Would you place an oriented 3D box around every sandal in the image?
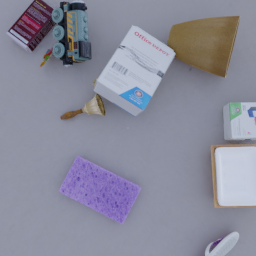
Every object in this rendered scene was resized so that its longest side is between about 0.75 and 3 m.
[{"bbox_3d":[3.123,4.487,10.239,2.214,0.901,0.544,-42,44,-5],"label":"sandal"}]

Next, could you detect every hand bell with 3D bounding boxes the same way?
[{"bbox_3d":[-1.843,-0.651,10.968,1.732,0.902,0.902,-17,83,11],"label":"hand bell"}]

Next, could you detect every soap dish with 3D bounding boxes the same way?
[{"bbox_3d":[3.980,1.765,10.434,1.790,0.924,2.275,-1,82,0],"label":"soap dish"}]

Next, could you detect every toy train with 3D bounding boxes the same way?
[{"bbox_3d":[-2.110,-3.626,10.757,1.406,1.051,2.467,3,97,27],"label":"toy train"}]

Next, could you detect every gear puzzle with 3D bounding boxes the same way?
[{"bbox_3d":[-3.236,-2.784,11.004,0.555,0.140,1.071,-13,47,38],"label":"gear puzzle"}]

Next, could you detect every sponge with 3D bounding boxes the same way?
[{"bbox_3d":[-1.052,2.319,10.625,2.740,0.409,1.528,26,83,3],"label":"sponge"}]

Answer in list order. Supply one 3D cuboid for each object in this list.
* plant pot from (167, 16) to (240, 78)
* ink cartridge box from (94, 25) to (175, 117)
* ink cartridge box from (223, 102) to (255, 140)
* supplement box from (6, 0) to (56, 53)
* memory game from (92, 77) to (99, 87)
[{"bbox_3d":[2.785,-3.230,10.646,2.368,2.207,2.207,15,82,17],"label":"plant pot"},{"bbox_3d":[0.249,-2.108,10.494,1.948,1.124,2.685,32,73,-6],"label":"ink cartridge box"},{"bbox_3d":[4.743,-0.250,10.749,1.905,0.834,1.384,0,82,-1],"label":"ink cartridge box"},{"bbox_3d":[-3.823,-4.172,11.380,1.075,0.601,1.975,37,85,5],"label":"supplement box"},{"bbox_3d":[-0.953,-1.711,10.873,0.872,0.056,0.872,6,56,-9],"label":"memory game"}]
